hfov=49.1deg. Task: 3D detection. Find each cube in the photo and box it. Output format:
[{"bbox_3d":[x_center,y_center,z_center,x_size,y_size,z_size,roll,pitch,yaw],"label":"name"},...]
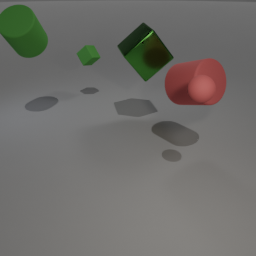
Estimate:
[{"bbox_3d":[0.640,-2.935,10.799,1.400,1.400,1.400,-39,32,11],"label":"cube"},{"bbox_3d":[-1.894,-3.492,13.483,0.700,0.700,0.700,-31,-3,31],"label":"cube"}]

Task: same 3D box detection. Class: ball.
[{"bbox_3d":[1.838,-0.979,7.038,0.700,0.700,0.700,0,28,0],"label":"ball"}]

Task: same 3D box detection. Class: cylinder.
[{"bbox_3d":[-3.915,-3.592,10.520,1.400,1.400,1.400,3,-16,6],"label":"cylinder"},{"bbox_3d":[2.138,-1.434,8.966,1.400,1.400,1.400,-17,13,-29],"label":"cylinder"}]
